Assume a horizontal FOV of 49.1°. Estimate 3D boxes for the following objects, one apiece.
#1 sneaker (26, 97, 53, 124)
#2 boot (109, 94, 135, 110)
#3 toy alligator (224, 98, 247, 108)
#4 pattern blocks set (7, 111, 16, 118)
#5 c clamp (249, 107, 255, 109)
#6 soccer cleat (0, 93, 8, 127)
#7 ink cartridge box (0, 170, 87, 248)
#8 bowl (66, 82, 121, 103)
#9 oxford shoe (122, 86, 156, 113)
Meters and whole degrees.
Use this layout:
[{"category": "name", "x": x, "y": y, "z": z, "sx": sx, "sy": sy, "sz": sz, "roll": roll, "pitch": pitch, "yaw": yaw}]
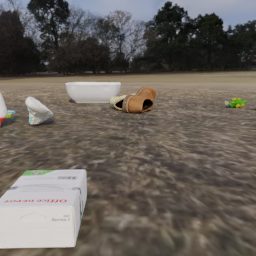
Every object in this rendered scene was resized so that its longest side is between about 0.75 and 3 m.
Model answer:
[{"category": "sneaker", "x": -2.490, "y": -0.379, "z": 7.592, "sx": 0.530, "sy": 0.623, "sz": 1.409, "roll": 43, "pitch": -7, "yaw": 9}, {"category": "boot", "x": 0.113, "y": -1.081, "z": 11.627, "sx": 1.633, "sy": 0.594, "sz": 1.269, "roll": -4, "pitch": 11, "yaw": -12}, {"category": "toy alligator", "x": 4.541, "y": -1.022, "z": 12.036, "sx": 1.386, "sy": 0.411, "sz": 0.376, "roll": -7, "pitch": -28, "yaw": -28}, {"category": "pattern blocks set", "x": -4.791, "y": -0.452, "z": 9.565, "sx": 1.614, "sy": 0.149, "sz": 1.836, "roll": 1, "pitch": 11, "yaw": 2}, {"category": "c clamp", "x": 5.623, "y": -0.754, "z": 11.215, "sx": 1.190, "sy": 0.161, "sz": 1.017, "roll": 8, "pitch": 9, "yaw": 43}, {"category": "soccer cleat", "x": -4.446, "y": -0.459, "z": 7.247, "sx": 2.437, "sy": 1.038, "sz": 0.836, "roll": -5, "pitch": 12, "yaw": -27}, {"category": "ink cartridge box", "x": -0.793, "y": 0.737, "z": 2.742, "sx": 0.691, "sy": 0.399, "sz": 0.945, "roll": 0, "pitch": 11, "yaw": -2}, {"category": "bowl", "x": -1.747, "y": -1.875, "z": 14.645, "sx": 2.731, "sy": 1.021, "sz": 2.735, "roll": 0, "pitch": 10, "yaw": 0}, {"category": "oxford shoe", "x": 0.700, "y": -1.052, "z": 11.105, "sx": 0.884, "sy": 0.885, "sz": 2.481, "roll": 12, "pitch": 25, "yaw": 22}]
